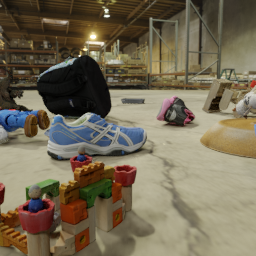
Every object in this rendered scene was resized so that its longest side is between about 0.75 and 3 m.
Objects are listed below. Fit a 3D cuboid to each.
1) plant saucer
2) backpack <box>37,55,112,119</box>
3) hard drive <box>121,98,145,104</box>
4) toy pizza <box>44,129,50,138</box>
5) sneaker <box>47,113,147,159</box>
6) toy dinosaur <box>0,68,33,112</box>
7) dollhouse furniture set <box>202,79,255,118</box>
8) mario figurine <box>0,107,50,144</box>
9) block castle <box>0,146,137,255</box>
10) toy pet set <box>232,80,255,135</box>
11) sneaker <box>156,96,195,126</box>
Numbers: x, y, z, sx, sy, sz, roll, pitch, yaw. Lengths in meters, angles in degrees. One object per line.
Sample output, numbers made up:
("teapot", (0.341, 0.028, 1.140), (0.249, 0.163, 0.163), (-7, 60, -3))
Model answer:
("plant saucer", (3.011, 0.131, 6.208), (2.743, 0.486, 2.743), (0, 9, 0))
("backpack", (-2.140, -1.454, 10.651), (2.868, 2.340, 2.205), (-11, 23, 26))
("hard drive", (0.340, -1.776, 18.258), (1.477, 0.313, 0.996), (2, 10, 10))
("toy pizza", (-1.217, 0.161, 6.767), (1.552, 0.246, 1.552), (0, 8, 0))
("sneaker", (-0.510, 0.109, 5.424), (2.046, 0.788, 0.774), (-4, 8, -29))
("toy dinosaur", (-3.752, -0.784, 8.691), (1.251, 0.941, 2.446), (17, -32, 12))
("dollhouse furniture set", (4.479, -0.970, 11.834), (1.933, 1.465, 2.206), (-7, 34, -36))
("mario figurine", (-2.977, -0.045, 6.879), (2.045, 1.084, 1.262), (6, -15, 18))
("block castle", (-0.614, 0.618, 2.737), (0.935, 0.656, 1.399), (7, 11, 34))
("toy pet set", (2.651, 0.251, 4.548), (2.071, 1.100, 1.934), (36, 19, 10))
("sneaker", (1.757, -0.502, 9.552), (1.112, 0.921, 2.331), (22, 18, 15))
